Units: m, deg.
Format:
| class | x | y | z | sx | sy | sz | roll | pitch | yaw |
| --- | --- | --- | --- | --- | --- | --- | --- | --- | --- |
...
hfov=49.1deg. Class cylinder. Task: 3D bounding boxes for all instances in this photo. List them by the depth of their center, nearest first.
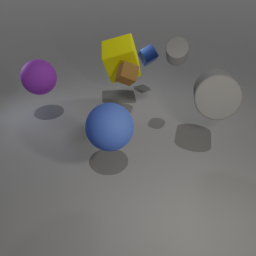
| class | x | y | z | sx | sy | sz | roll | pitch | yaw |
| --- | --- | --- | --- | --- | --- | --- | --- | --- | --- |
| cylinder | 1.544 | -2.407 | 8.828 | 0.700 | 0.700 | 0.700 | 6 | -7 | 10 |
| cylinder | 2.835 | -1.116 | 9.023 | 1.400 | 1.400 | 1.400 | 6 | 20 | 10 |

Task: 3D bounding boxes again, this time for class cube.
| class | x | y | z | sx | sy | sz | roll | pitch | yaw |
| --- | --- | --- | --- | --- | --- | --- | --- | --- | --- |
| cube | -0.044 | -2.239 | 11.530 | 0.700 | 0.700 | 0.700 | 17 | -14 | -19 |
| cube | -0.305 | -3.094 | 12.502 | 1.400 | 1.400 | 1.400 | -13 | 49 | 9 |
| cube | 0.978 | -3.537 | 13.639 | 0.700 | 0.700 | 0.700 | -31 | 1 | -6 |

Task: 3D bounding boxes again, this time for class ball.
| class | x | y | z | sx | sy | sz | roll | pitch | yaw |
| --- | --- | --- | --- | --- | --- | --- | --- | --- | --- |
| ball | -0.529 | -0.029 | 8.066 | 1.400 | 1.400 | 1.400 | 0 | 30 | 0 |
| ball | -3.573 | -2.034 | 11.230 | 1.400 | 1.400 | 1.400 | 0 | 30 | 0 |
